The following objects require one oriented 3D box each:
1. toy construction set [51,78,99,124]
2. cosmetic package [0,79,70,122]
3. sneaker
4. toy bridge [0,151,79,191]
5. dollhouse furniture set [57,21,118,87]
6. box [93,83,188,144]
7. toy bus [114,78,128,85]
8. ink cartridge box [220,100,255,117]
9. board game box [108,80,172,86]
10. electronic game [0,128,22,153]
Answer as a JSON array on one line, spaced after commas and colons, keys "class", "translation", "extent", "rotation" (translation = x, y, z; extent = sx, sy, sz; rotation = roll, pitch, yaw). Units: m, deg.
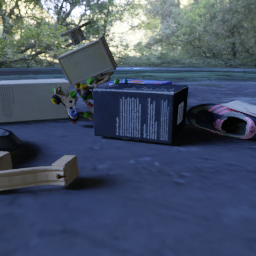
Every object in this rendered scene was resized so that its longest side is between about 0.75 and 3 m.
[{"class": "toy construction set", "translation": [-1.378, -0.809, 7.486], "extent": [1.091, 1.184, 1.420], "rotation": [36, -2, 13]}, {"class": "cosmetic package", "translation": [-3.016, -0.820, 8.081], "extent": [2.577, 1.093, 1.387], "rotation": [-7, 15, -19]}, {"class": "sneaker", "translation": [2.084, -0.189, 6.478], "extent": [1.904, 0.668, 0.781], "rotation": [11, 15, 41]}, {"class": "toy bridge", "translation": [-2.039, 0.602, 4.048], "extent": [2.512, 0.342, 0.844], "rotation": [2, 15, 14]}, {"class": "dollhouse furniture set", "translation": [-0.927, -2.043, 7.786], "extent": [1.285, 1.695, 1.934], "rotation": [-18, 24, 17]}, {"class": "box", "translation": [0.366, -0.446, 6.544], "extent": [1.767, 1.114, 1.797], "rotation": [7, 15, 20]}, {"class": "toy bus", "translation": [-0.216, -1.187, 10.451], "extent": [1.157, 0.633, 1.226], "rotation": [25, -33, -30]}, {"class": "ink cartridge box", "translation": [3.071, -0.206, 6.463], "extent": [1.650, 0.359, 1.432], "rotation": [24, 23, 32]}, {"class": "board game box", "translation": [0.600, -1.940, 13.452], "extent": [2.574, 0.576, 1.731], "rotation": [8, 16, 28]}, {"class": "electronic game", "translation": [-2.982, 0.198, 5.086], "extent": [2.000, 0.416, 2.000], "rotation": [9, 5, -1]}]
